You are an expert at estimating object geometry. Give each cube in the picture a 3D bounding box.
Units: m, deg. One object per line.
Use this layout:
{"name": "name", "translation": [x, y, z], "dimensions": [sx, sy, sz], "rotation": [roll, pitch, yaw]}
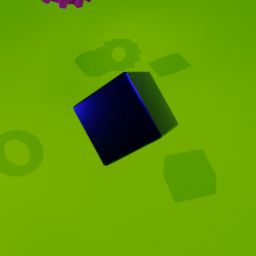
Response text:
{"name": "cube", "translation": [0.000, -0.176, 4.255], "dimensions": [1.001, 1.001, 1.001], "rotation": [61, 26, 2]}

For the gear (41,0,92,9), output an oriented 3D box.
{"name": "gear", "translation": [-1.777, -3.958, 7.484], "dimensions": [1.803, 0.333, 1.803], "rotation": [9, 60, -15]}
